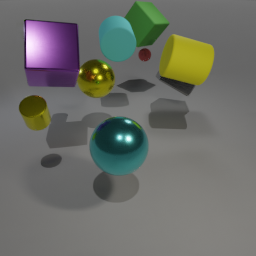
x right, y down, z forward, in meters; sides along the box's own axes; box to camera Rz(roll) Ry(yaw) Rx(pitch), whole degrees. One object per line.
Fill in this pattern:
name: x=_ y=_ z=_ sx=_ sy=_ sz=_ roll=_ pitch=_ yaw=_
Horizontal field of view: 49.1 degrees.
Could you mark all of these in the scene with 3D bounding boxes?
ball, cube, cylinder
ball: x=-1.161 y=-1.792 z=10.209 sx=1.400 sy=1.400 sz=1.400 roll=0 pitch=28 yaw=0
ball: x=0.911 y=-3.971 z=15.212 sx=0.700 sy=0.700 sz=0.700 roll=0 pitch=28 yaw=0
cube: x=2.133 y=-2.319 z=11.501 sx=1.400 sy=1.400 sz=1.400 roll=28 pitch=14 yaw=-8
cylinder: x=-0.451 y=-3.588 z=11.242 sx=1.400 sy=1.400 sz=1.400 roll=-3 pitch=39 yaw=-6
cube: x=-2.161 y=-2.044 z=7.970 sx=1.400 sy=1.400 sz=1.400 roll=-1 pitch=-10 yaw=-16
ball: x=-0.210 y=0.424 z=6.631 sx=1.400 sy=1.400 sz=1.400 roll=0 pitch=28 yaw=0
cylinder: x=-2.444 y=-0.392 z=7.408 sx=0.700 sy=0.700 sz=0.700 roll=2 pitch=60 yaw=-3
cube: x=0.753 y=-4.761 z=12.883 sx=1.400 sy=1.400 sz=1.400 roll=52 pitch=39 yaw=8
cylinder: x=1.938 y=-2.277 z=9.445 sx=1.400 sy=1.400 sz=1.400 roll=12 pitch=27 yaw=-10
